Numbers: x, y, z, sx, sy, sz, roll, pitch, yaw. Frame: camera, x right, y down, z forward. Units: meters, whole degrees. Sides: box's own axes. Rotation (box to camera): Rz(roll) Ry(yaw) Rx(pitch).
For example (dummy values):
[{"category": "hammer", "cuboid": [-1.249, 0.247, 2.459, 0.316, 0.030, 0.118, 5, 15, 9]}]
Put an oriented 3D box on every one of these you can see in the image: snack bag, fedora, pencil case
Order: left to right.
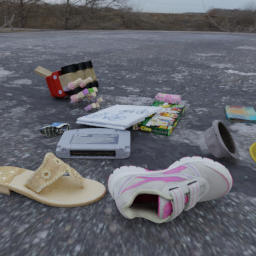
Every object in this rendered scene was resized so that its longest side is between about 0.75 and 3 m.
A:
[{"category": "snack bag", "cuboid": [-0.288, -0.473, 10.552, 2.353, 0.267, 2.495, 6, 20, 36]}, {"category": "pencil case", "cuboid": [1.798, -1.285, 12.520, 1.103, 0.482, 0.482, 10, 26, 17]}, {"category": "fedora", "cuboid": [2.689, 0.422, 8.244, 0.585, 1.295, 1.145, -32, -24, 33]}]

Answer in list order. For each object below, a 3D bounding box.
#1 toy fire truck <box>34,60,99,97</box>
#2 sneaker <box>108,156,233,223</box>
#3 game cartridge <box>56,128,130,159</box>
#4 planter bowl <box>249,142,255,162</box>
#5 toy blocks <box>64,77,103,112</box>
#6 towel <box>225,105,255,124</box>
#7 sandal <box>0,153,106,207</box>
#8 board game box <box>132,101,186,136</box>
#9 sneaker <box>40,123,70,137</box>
[{"category": "toy fire truck", "cuboid": [-3.379, -2.454, 13.989, 2.990, 1.924, 2.632, -12, 14, 23]}, {"category": "sneaker", "cuboid": [0.931, 1.420, 5.930, 2.701, 1.099, 1.191, -9, 26, 0]}, {"category": "game cartridge", "cuboid": [-1.011, 0.457, 8.772, 2.175, 0.452, 1.448, 1, 20, 1]}, {"category": "planter bowl", "cuboid": [4.966, 0.425, 7.971, 2.658, 1.107, 2.658, -1, 24, 0]}, {"category": "toy blocks", "cuboid": [-2.034, -1.300, 12.203, 1.243, 1.477, 1.380, -28, 4, 19]}, {"category": "towel", "cuboid": [4.599, -0.595, 11.375, 1.196, 0.177, 1.630, 6, 25, 12]}, {"category": "sandal", "cuboid": [-2.036, 1.064, 6.663, 2.999, 0.986, 1.100, 5, 25, 11]}, {"category": "board game box", "cuboid": [1.287, -0.447, 10.910, 1.414, 0.317, 2.699, 7, 25, 20]}, {"category": "sneaker", "cuboid": [-2.570, 0.047, 9.758, 1.052, 0.413, 0.469, -10, 18, -40]}]
